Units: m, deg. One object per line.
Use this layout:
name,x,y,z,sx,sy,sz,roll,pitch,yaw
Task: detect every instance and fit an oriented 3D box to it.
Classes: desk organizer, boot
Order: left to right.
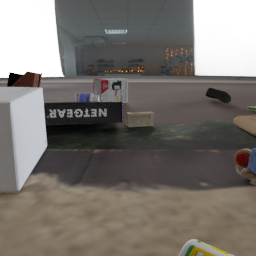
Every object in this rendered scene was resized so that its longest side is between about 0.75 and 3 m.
desk organizer,-4.000,-1.591,10.622,1.118,1.041,2.904,9,3,-22
boot,5.080,-1.796,15.871,1.384,0.551,1.680,31,5,11

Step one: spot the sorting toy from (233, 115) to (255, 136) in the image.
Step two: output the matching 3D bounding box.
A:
sorting toy,4.897,-0.135,9.084,2.327,0.424,2.154,-7,11,3

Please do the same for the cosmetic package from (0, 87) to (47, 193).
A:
cosmetic package,-3.223,0.063,5.631,2.649,1.628,2.640,0,13,-6

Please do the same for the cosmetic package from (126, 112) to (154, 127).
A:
cosmetic package,0.419,-0.305,9.743,0.929,0.488,0.330,-1,13,-12

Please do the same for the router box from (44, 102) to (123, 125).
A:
router box,-1.702,-0.514,9.442,2.852,0.728,2.127,-2,4,-10

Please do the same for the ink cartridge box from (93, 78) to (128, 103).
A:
ink cartridge box,-0.894,-1.949,14.920,1.839,1.340,0.761,-12,18,-42

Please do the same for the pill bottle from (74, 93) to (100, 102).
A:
pill bottle,-2.043,-1.400,14.043,1.200,0.672,0.672,2,13,6

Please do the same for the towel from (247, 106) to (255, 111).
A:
towel,6.573,-0.939,13.081,1.793,0.210,1.368,-11,17,-40

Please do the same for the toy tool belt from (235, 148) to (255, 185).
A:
toy tool belt,2.412,0.647,4.595,1.576,0.984,0.968,11,8,42

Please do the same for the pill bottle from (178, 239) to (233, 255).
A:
pill bottle,0.884,1.377,2.466,0.864,0.487,0.487,11,17,39
